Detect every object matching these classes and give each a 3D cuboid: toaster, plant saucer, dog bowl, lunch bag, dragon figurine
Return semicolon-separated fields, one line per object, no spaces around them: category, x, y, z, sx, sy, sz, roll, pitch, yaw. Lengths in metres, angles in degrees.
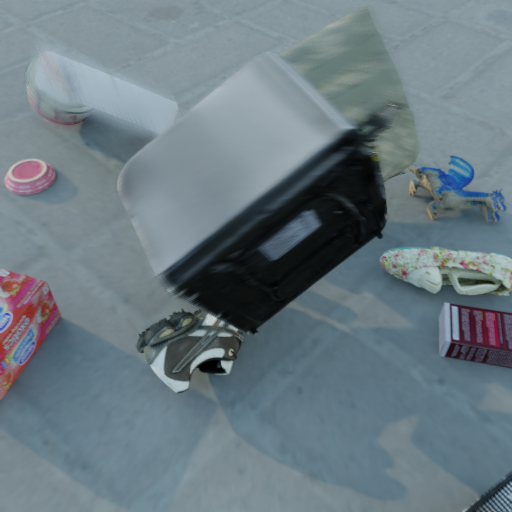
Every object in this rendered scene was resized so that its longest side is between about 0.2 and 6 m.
toaster;0.186;-0.700;7.398;3.206;2.899;1.903;-38;65;5
plant saucer;-4.899;-1.751;12.092;1.057;0.268;1.057;0;47;0
dog bowl;-4.642;-3.899;13.403;1.759;0.648;1.759;16;54;-23
lunch bag;1.445;-2.488;10.665;2.631;3.208;1.886;-31;14;-7
dragon figurine;3.938;-1.528;11.535;1.314;0.778;2.642;-17;50;-15

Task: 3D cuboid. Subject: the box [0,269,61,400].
box;-4.060;1.259;8.821;0.915;0.955;1.916;14;49;13

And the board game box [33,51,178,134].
board game box;-2.801;-3.218;11.260;2.373;0.651;3.759;20;11;-13

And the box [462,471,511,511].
box;2.940;4.504;5.940;3.144;0.773;3.256;-26;53;-19

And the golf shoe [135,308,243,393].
golf shoe;-0.579;1.240;8.999;2.629;1.022;1.242;-26;80;-32

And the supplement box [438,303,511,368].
supplement box;3.790;1.314;9.105;1.522;0.463;0.828;9;47;9

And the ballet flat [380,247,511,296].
ballet flat;3.381;0.296;9.826;2.350;0.889;0.751;2;56;5
